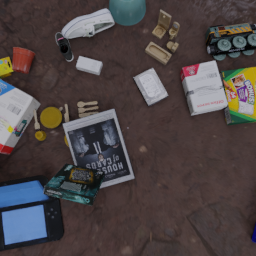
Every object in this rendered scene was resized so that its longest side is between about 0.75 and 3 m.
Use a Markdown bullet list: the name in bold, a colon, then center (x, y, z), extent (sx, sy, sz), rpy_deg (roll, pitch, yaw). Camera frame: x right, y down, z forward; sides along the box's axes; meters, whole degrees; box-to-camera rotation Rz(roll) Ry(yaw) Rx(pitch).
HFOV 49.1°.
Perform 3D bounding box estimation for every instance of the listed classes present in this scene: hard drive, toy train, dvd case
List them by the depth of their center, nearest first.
- **dvd case**: center (-1.018, 0.799, 9.825), extent (1.918, 0.316, 2.552), rpy_deg (-16, 91, 2)
- **hard drive**: center (0.851, -1.542, 10.562), extent (0.869, 0.235, 1.244), rpy_deg (-26, 82, -4)
- **toy train**: center (3.974, -3.349, 10.575), extent (2.151, 0.916, 1.226), rpy_deg (-10, 71, -2)

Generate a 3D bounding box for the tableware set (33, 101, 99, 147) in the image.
- **tableware set**: center (-2.161, -0.030, 10.265), extent (2.510, 0.385, 1.691), rpy_deg (-9, 83, -2)

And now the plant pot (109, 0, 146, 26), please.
- **plant pot**: center (-0.033, -4.868, 10.638), extent (1.482, 1.189, 1.482), rpy_deg (0, 81, 0)

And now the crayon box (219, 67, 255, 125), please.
- **crayon box**: center (4.370, -1.193, 10.320), extent (1.704, 0.576, 1.975), rpy_deg (-8, 81, -1)

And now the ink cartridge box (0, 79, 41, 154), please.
- **ink cartridge box**: center (-4.605, -0.177, 9.971), extent (1.598, 0.925, 2.750), rpy_deg (29, 82, 5)

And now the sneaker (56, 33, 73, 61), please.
- **sneaker**: center (-2.460, -3.201, 10.642), extent (0.444, 0.623, 1.257), rpy_deg (-25, 80, -2)

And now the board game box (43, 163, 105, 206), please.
- **board game box**: center (-1.561, 1.669, 8.649), extent (1.413, 2.090, 0.294), rpy_deg (13, 101, 2)

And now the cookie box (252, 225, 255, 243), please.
- **cookie box**: center (6.051, 3.179, 9.307), extent (2.945, 1.107, 2.519), rpy_deg (20, 79, 3)

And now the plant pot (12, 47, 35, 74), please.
- **plant pot**: center (-3.957, -2.493, 10.479), extent (0.812, 0.812, 0.789), rpy_deg (10, 88, 2)

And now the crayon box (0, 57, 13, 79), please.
- **crayon box**: center (-4.885, -2.232, 10.660), extent (1.024, 0.260, 0.650), rpy_deg (-19, 81, -2)

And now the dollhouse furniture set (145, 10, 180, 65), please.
- **dollhouse furniture set**: center (1.314, -3.355, 10.457), extent (1.203, 1.031, 1.265), rpy_deg (35, 82, 5)

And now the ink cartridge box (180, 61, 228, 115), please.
- **ink cartridge box**: center (2.751, -1.432, 10.286), extent (1.261, 0.724, 1.737), rpy_deg (-12, 81, -2)

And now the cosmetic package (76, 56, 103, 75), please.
- **cosmetic package**: center (-1.468, -2.371, 10.656), extent (0.901, 0.333, 0.458), rpy_deg (17, 80, 5)

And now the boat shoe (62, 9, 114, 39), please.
- **boat shoe**: center (-1.486, -3.857, 10.666), extent (2.062, 0.759, 0.689), rpy_deg (-30, 78, -6)

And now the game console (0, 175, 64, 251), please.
- **game console**: center (-3.632, 2.859, 9.182), extent (2.559, 1.489, 2.250), rpy_deg (-10, 80, -1)
